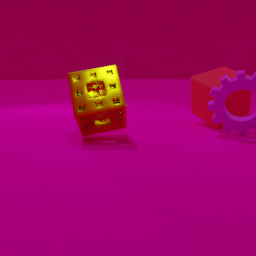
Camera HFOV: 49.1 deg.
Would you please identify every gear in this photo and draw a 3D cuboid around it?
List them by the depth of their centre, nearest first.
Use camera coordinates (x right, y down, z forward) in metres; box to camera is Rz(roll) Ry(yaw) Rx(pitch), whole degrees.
[{"bbox_3d":[3.052,-0.650,7.507,1.721,1.721,0.318,4,26,18],"label":"gear"}]

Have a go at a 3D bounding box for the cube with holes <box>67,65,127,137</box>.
[{"bbox_3d":[-0.769,-0.680,7.333,1.245,1.245,1.245,-11,-23,-5],"label":"cube with holes"}]

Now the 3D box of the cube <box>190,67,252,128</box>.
[{"bbox_3d":[2.978,-1.026,9.075,1.362,1.362,1.362,-19,32,-15],"label":"cube"}]
